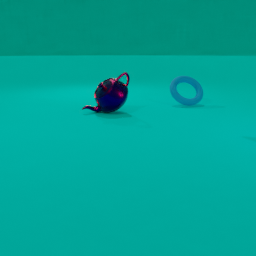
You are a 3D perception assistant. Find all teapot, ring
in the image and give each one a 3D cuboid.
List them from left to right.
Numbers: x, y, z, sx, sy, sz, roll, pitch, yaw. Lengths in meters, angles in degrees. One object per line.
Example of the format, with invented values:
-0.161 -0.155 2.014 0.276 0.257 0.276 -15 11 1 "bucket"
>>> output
-0.682 -1.121 9.440 1.960 0.959 1.218 -43 35 6 "teapot"
2.257 -1.453 10.803 1.346 1.346 0.269 -4 -27 -14 "ring"
